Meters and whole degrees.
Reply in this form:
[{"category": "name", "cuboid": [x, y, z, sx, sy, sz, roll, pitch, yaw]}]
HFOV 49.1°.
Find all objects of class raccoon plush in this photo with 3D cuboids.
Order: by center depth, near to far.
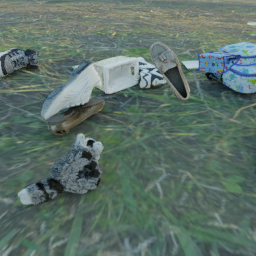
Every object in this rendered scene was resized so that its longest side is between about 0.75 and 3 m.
[{"category": "raccoon plush", "cuboid": [-1.561, 0.831, 6.707, 2.125, 1.028, 1.424, -10, 26, -15]}]

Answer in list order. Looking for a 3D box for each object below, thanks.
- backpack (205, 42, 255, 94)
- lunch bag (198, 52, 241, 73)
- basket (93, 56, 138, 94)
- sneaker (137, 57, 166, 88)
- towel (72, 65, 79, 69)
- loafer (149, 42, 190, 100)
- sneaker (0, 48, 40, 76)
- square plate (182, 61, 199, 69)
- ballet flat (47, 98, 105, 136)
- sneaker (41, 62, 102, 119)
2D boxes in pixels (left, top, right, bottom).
[{"category": "backpack", "cuboid": [4.549, -2.393, 11.083, 1.984, 1.593, 2.168, -16, 40, -17]}, {"category": "lunch bag", "cuboid": [2.039, -1.504, 6.181, 0.624, 0.390, 0.829, 17, 34, 42]}, {"category": "basket", "cuboid": [-0.508, -2.198, 11.217, 1.656, 1.122, 1.021, -25, 38, -35]}, {"category": "sneaker", "cuboid": [1.071, -2.368, 11.772, 1.309, 0.803, 2.012, -2, 33, -6]}, {"category": "towel", "cuboid": [-2.080, -2.828, 13.134, 0.913, 0.107, 0.696, -17, 36, -23]}, {"category": "loafer", "cuboid": [1.069, -1.381, 6.815, 0.570, 1.586, 0.499, -31, 15, 11]}, {"category": "sneaker", "cuboid": [-4.869, -3.032, 12.629, 1.441, 0.955, 2.531, -1, 30, 3]}, {"category": "square plate", "cuboid": [3.145, -2.990, 13.349, 0.957, 0.136, 0.948, -4, 33, -6]}, {"category": "ballet flat", "cuboid": [-1.584, -0.400, 9.011, 0.861, 0.593, 2.557, 4, 25, 28]}, {"category": "sneaker", "cuboid": [-1.721, -1.034, 8.775, 2.311, 1.006, 0.861, -44, 31, -12]}]
